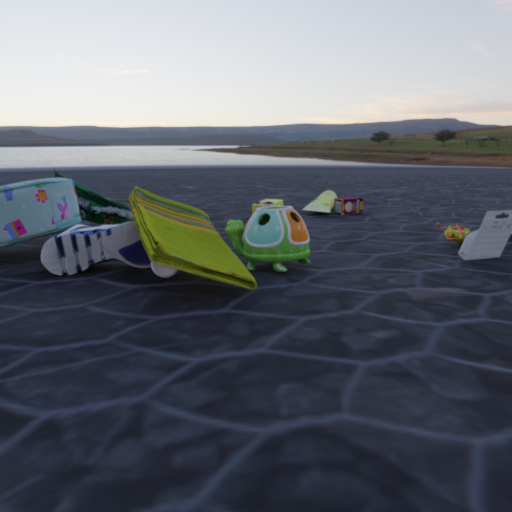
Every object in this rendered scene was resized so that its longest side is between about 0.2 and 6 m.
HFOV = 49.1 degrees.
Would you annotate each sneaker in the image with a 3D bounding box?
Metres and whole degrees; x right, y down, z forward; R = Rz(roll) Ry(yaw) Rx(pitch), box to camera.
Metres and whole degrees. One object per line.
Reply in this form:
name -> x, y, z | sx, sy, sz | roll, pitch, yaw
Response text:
sneaker -> -2.749, -0.248, 10.013 | 2.132, 0.861, 1.231 | -6, 15, -22
sneaker -> 6.923, -0.944, 12.273 | 3.055, 1.293, 1.138 | 5, 12, 24

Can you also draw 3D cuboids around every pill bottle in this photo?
pill bottle -> -1.531, 0.053, 9.474 | 0.475, 0.475, 0.895 | -2, 11, -8

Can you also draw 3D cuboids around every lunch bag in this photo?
lunch bag -> -4.762, -0.723, 10.683 | 2.802, 1.080, 2.247 | -16, 8, -24

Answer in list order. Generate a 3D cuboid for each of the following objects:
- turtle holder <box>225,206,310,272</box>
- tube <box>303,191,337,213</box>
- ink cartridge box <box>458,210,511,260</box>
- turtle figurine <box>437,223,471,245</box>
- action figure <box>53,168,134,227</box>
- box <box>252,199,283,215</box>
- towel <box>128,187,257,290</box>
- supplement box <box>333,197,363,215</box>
turtle holder -> 0.257, -0.345, 9.898 | 1.120, 1.047, 1.474 | -10, 12, -30
tube -> 2.092, -1.608, 17.445 | 0.624, 0.558, 2.151 | -37, 2, 25
ink cartridge box -> 4.316, -0.431, 10.386 | 0.866, 1.068, 0.268 | -4, 34, -22
turtle figurine -> 4.453, -0.404, 11.788 | 1.115, 0.445, 1.383 | 7, 5, -1
action figure -> -3.534, -0.956, 12.605 | 2.381, 1.406, 0.651 | 20, 49, -7
box -> 0.369, -1.451, 16.890 | 0.597, 0.397, 1.585 | 4, 12, 15
towel -> -1.197, -0.421, 9.399 | 1.634, 0.343, 3.798 | 15, 13, -21
supplement box -> 2.792, -1.515, 16.976 | 0.868, 0.479, 0.372 | -8, 15, -33
